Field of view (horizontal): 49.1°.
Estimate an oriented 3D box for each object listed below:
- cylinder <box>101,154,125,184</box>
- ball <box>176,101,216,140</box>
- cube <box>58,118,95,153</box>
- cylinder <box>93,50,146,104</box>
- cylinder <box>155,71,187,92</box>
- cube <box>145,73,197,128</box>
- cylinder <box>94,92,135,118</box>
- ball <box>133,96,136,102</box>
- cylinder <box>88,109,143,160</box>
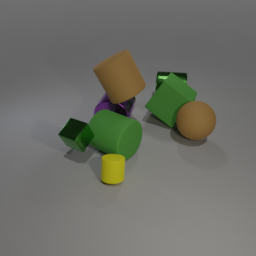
[{"bbox_3d":[-0.452,1.215,8.414,0.700,0.700,0.700,2,13,-1],"label":"cylinder"},{"bbox_3d":[2.438,-0.273,10.059,1.400,1.400,1.400,0,30,0],"label":"ball"},{"bbox_3d":[-1.596,0.221,8.741,0.700,0.700,0.700,18,62,26],"label":"cube"},{"bbox_3d":[-0.285,-1.789,9.824,1.400,1.400,1.400,-26,21,11],"label":"cylinder"},{"bbox_3d":[2.056,-1.960,13.372,1.400,1.400,1.400,5,30,8],"label":"cylinder"},{"bbox_3d":[1.769,-1.154,11.375,1.400,1.400,1.400,38,30,0],"label":"cube"},{"bbox_3d":[-0.525,-0.755,11.282,1.400,1.400,1.400,5,30,9],"label":"cylinder"},{"bbox_3d":[0.012,-1.314,12.926,0.700,0.700,0.700,0,30,0],"label":"ball"},{"bbox_3d":[-0.452,0.214,9.595,1.400,1.400,1.400,22,36,32],"label":"cylinder"}]
